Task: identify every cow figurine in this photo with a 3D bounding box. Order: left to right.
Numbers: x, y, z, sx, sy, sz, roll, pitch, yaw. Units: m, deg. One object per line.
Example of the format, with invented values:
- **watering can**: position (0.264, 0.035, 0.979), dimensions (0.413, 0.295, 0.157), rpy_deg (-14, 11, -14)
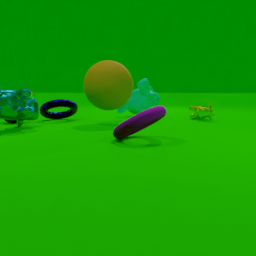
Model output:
- **cow figurine**: position (-2.894, -0.511, 6.915), dimensions (1.555, 0.854, 1.530), rpy_deg (-1, -7, -41)
- **cow figurine**: position (2.526, -0.542, 9.363), dimensions (0.957, 0.534, 0.973), rpy_deg (-2, 8, 39)

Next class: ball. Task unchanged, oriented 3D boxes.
- **ball**: position (-0.554, -1.198, 7.939), dimensions (1.399, 1.399, 1.399), rpy_deg (0, 8, 0)

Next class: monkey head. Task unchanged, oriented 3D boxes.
- **monkey head**: position (0.463, -1.204, 10.553), dimensions (1.916, 1.379, 1.155), rpy_deg (-34, 31, -28)

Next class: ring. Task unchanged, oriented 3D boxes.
- **ring**: position (-2.222, -0.590, 9.024), dimensions (1.218, 0.244, 1.218), rpy_deg (-10, -18, -3)
- **ring**: position (0.230, -0.104, 5.529), dimensions (1.157, 0.231, 1.157), rpy_deg (-27, -6, -3)

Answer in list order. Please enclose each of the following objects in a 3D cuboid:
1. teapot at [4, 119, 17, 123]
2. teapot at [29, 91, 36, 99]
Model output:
- **teapot**: position (-3.395, -0.502, 8.482), dimensions (1.342, 0.834, 0.657), rpy_deg (-15, -26, 24)
- **teapot**: position (-3.873, -1.034, 10.213), dimensions (0.690, 0.876, 1.410), rpy_deg (26, -7, 17)
